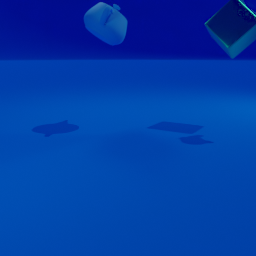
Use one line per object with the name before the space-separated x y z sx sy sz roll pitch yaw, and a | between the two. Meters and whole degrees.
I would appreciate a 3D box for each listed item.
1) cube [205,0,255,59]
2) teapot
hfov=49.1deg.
cube | 2.691 -2.518 7.136 0.933 0.933 0.933 55 20 18
teapot | -0.496 -2.664 7.056 1.120 0.882 1.801 31 5 -4
